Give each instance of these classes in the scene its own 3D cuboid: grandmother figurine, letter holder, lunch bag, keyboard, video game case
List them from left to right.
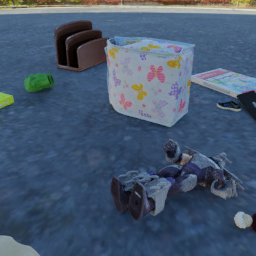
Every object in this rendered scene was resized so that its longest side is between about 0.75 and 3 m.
[{"bbox_3d":[-2.240,-4.437,14.694,1.497,2.116,2.976,16,32,27],"label":"letter holder"},{"bbox_3d":[0.576,-1.693,9.322,2.856,2.422,1.816,15,32,28],"label":"lunch bag"},{"bbox_3d":[4.485,-1.944,12.063,2.122,0.259,2.968,-19,34,-30],"label":"video game case"},{"bbox_3d":[4.578,-0.724,9.811,0.918,0.349,1.763,-15,38,4],"label":"keyboard"},{"bbox_3d":[2.550,1.784,5.168,1.128,0.342,0.684,9,21,12],"label":"grandmother figurine"}]

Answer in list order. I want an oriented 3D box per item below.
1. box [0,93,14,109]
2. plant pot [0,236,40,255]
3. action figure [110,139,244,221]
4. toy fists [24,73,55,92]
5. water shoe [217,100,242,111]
[{"bbox_3d":[-4.918,-0.880,10.033,0.834,0.326,1.368,15,32,25],"label":"box"},{"bbox_3d":[-1.779,2.224,3.112,1.835,1.835,1.680,9,18,15],"label":"plant pot"},{"bbox_3d":[1.178,1.004,5.910,2.973,1.031,1.934,-14,22,-33],"label":"action figure"},{"bbox_3d":[-3.533,-1.831,11.072,0.978,0.660,1.918,-18,15,-5],"label":"toy fists"},{"bbox_3d":[3.605,-0.845,9.964,0.845,0.334,0.302,15,32,26],"label":"water shoe"}]
